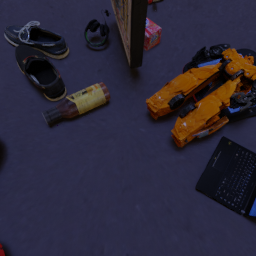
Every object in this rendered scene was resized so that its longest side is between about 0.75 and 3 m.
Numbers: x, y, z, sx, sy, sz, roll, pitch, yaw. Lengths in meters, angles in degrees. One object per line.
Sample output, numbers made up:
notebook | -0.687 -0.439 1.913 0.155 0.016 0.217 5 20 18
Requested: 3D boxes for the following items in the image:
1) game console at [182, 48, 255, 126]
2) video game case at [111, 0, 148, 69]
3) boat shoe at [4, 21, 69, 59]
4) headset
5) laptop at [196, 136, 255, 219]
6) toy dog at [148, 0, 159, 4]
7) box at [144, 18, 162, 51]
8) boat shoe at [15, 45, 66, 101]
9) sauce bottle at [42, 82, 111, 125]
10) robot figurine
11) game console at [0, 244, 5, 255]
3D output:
game console | 2.905 -1.212 7.794 2.400 0.372 2.122 -16 60 -9
video game case | -0.097 -3.374 6.872 0.380 2.977 2.691 -13 72 -4
boat shoe | -2.868 -2.788 8.564 2.250 0.696 0.842 26 62 15
headset | -0.876 -3.075 8.653 0.732 0.557 1.186 23 95 2
laptop | 2.691 1.014 6.085 1.783 0.921 1.580 30 65 14
toy dog | 0.465 -4.541 9.533 1.186 0.866 1.798 30 63 17
box | 0.409 -3.089 8.810 0.612 0.586 1.227 -36 65 -20
boat shoe | -2.552 -1.738 7.933 0.845 0.723 2.309 -36 63 -14
sauce bottle | -1.345 -0.624 7.319 1.783 0.589 0.589 -27 62 -17
robot figurine | 2.012 -0.909 7.074 2.892 0.842 2.096 -34 65 -8
game console | -3.161 3.474 4.596 2.783 0.432 2.461 -33 56 -10
